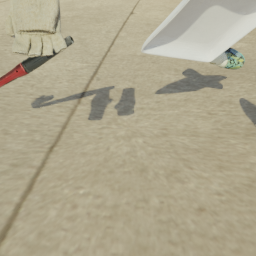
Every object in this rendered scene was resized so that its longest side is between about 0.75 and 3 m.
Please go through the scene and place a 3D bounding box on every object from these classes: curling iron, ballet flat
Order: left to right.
[{"bbox_3d":[-2.463,-1.420,6.300,2.802,0.695,0.358,-17,45,15],"label":"curling iron"},{"bbox_3d":[2.408,-2.120,8.070,0.705,0.705,1.900,-20,42,-27],"label":"ballet flat"}]

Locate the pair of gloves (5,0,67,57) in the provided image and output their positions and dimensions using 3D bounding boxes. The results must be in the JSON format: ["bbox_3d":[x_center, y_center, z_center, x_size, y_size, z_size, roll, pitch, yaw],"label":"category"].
[{"bbox_3d":[-1.476,-1.329,3.184,1.514,1.288,0.266,-11,-4,8],"label":"pair of gloves"}]

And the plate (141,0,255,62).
[{"bbox_3d":[1.656,-2.130,5.461,2.233,2.229,0.361,-3,68,-35],"label":"plate"}]
